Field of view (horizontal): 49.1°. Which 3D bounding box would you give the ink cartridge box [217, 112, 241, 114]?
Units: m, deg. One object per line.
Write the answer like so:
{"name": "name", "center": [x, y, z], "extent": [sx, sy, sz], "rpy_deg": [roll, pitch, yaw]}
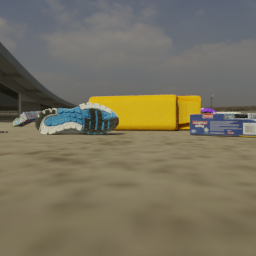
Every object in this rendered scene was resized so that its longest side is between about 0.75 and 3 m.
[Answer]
{"name": "ink cartridge box", "center": [2.513, -0.239, 8.640], "extent": [1.646, 0.488, 0.855], "rpy_deg": [0, 1, 6]}

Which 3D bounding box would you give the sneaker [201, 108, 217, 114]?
{"name": "sneaker", "center": [1.997, -0.205, 7.520], "extent": [1.644, 0.571, 0.817], "rpy_deg": [-6, 10, -34]}

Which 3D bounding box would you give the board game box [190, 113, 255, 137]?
{"name": "board game box", "center": [1.708, -0.058, 4.325], "extent": [1.090, 0.336, 1.089], "rpy_deg": [1, 3, 43]}

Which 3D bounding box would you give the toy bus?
{"name": "toy bus", "center": [0.418, -0.353, 6.524], "extent": [2.492, 0.811, 0.976], "rpy_deg": [0, 1, 14]}

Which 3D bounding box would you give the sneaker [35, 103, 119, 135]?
{"name": "sneaker", "center": [-0.778, -0.124, 4.612], "extent": [1.346, 0.505, 0.583], "rpy_deg": [0, -4, 12]}

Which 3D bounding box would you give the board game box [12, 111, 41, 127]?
{"name": "board game box", "center": [-3.792, -0.346, 10.379], "extent": [0.964, 0.297, 0.963], "rpy_deg": [-22, -2, 6]}
